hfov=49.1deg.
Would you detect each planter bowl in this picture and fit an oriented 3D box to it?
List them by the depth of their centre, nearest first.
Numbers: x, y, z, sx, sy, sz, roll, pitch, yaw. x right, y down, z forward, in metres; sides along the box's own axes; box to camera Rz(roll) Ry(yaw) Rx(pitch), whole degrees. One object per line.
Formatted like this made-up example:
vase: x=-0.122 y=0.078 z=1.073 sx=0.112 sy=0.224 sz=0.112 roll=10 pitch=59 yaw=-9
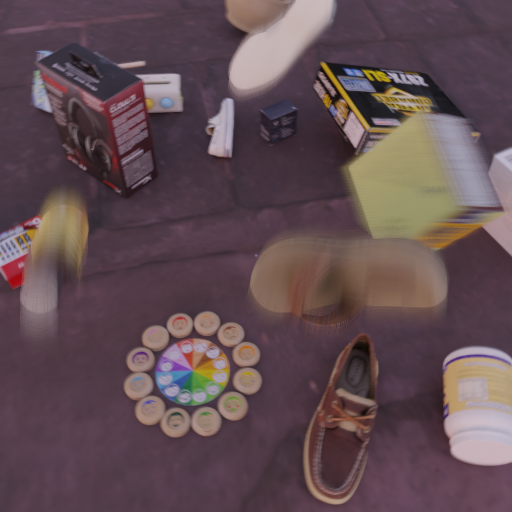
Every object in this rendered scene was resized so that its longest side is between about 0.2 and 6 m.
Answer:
planter bowl: x=-0.115 y=-7.092 z=15.851 sx=1.809 sy=1.217 sz=1.809 roll=21 pitch=37 yaw=-17

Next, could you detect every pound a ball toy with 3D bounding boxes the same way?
pound a ball toy: x=-2.816 y=-4.059 z=13.643 sx=1.898 sy=1.238 sz=0.806 roll=-3 pitch=54 yaw=-3

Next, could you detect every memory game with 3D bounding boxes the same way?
memory game: x=-1.075 y=1.953 z=9.597 sx=2.383 sy=0.152 sz=2.383 roll=0 pitch=52 yaw=0

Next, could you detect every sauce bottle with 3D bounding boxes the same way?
sauce bottle: x=-2.157 y=0.016 z=5.989 sx=0.562 sy=0.562 sz=1.703 roll=-6 pitch=31 yaw=-5

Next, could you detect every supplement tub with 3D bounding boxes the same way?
supplement tub: x=3.494 y=2.319 z=8.697 sx=1.102 sy=1.102 sz=1.516 roll=8 pitch=52 yaw=7

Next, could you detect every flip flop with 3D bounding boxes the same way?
flip flop: x=0.972 y=0.447 z=7.214 sx=3.007 sy=1.219 sz=0.866 roll=-3 pitch=44 yaw=46

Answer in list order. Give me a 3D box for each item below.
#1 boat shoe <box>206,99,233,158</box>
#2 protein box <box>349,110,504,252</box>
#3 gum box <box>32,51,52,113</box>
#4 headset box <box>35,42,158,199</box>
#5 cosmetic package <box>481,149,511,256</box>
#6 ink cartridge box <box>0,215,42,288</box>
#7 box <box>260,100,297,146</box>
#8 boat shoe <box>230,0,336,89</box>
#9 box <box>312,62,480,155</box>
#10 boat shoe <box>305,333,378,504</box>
boat shoe: x=-0.863 y=-3.060 z=13.284 sx=0.628 sy=0.638 sz=1.799 roll=2 pitch=58 yaw=-2
protein box: x=2.706 y=-1.092 z=9.128 sx=1.162 sy=1.710 sz=1.723 roll=0 pitch=66 yaw=-35
gum box: x=-4.681 y=-4.094 z=13.630 sx=1.575 sy=1.339 sz=0.351 roll=24 pitch=24 yaw=18
headset box: x=-3.272 y=-2.906 z=11.725 sx=2.095 sy=2.815 sz=1.087 roll=34 pitch=58 yaw=23
cosmetic package: x=5.253 y=-0.692 z=10.692 sx=0.585 sy=1.708 sz=2.265 roll=-21 pitch=55 yaw=-16
ink cartridge box: x=-4.500 y=-0.088 z=10.985 sx=1.186 sy=0.497 sz=1.041 roll=-32 pitch=59 yaw=-23
box: x=0.528 y=-3.149 z=13.220 sx=0.768 sy=0.781 sz=0.459 roll=-26 pitch=56 yaw=-20
boat shoe: x=0.570 y=-4.297 z=11.333 sx=0.937 sy=2.575 sz=0.795 roll=54 pitch=28 yaw=1
box: x=3.160 y=-3.346 z=12.858 sx=3.133 sy=0.773 sz=2.501 roll=-3 pitch=48 yaw=-25
boat shoe: x=1.412 y=2.408 z=8.718 sx=0.962 sy=0.960 sz=2.667 roll=17 pitch=54 yaw=13
